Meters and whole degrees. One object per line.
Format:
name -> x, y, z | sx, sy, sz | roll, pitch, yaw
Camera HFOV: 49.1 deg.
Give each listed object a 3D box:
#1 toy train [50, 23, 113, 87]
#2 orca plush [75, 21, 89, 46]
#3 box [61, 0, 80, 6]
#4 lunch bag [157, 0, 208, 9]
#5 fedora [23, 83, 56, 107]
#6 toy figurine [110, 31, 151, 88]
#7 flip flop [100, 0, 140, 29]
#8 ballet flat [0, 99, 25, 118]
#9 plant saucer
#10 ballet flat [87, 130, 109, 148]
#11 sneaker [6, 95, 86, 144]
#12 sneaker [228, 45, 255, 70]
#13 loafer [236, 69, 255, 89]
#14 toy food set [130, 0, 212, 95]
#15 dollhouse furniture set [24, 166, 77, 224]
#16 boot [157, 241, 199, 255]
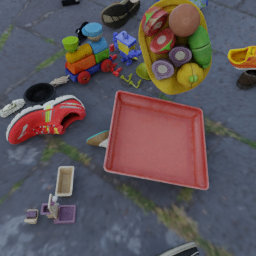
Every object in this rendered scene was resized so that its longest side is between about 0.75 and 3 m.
toy train -> -1.928, -2.415, 9.768 | 2.815, 1.629, 1.192 | -32, 53, -20
orca plush -> -1.959, -4.131, 11.801 | 0.763, 0.515, 1.450 | 23, 57, 16
box -> -2.799, -6.195, 13.459 | 0.842, 0.332, 0.594 | -14, 58, -9
lunch bag -> 2.415, -5.929, 12.706 | 1.625, 1.218, 1.911 | -23, 41, -16
fedora -> -2.947, -1.021, 9.478 | 1.125, 0.514, 1.125 | 2, 49, -2
toy figurine -> -0.076, -2.760, 10.208 | 1.266, 1.438, 2.400 | -36, 60, -24
flip flop -> -0.380, -5.219, 12.398 | 0.723, 1.018, 2.512 | 20, 53, 32
ballet flat -> -3.860, -0.716, 9.383 | 0.348, 0.348, 0.970 | 32, 59, 22
plant saucer -> 0.836, 0.361, 8.175 | 2.841, 0.522, 2.846 | 12, 52, -7
ballet flat -> -0.478, 0.279, 8.594 | 1.567, 0.531, 0.567 | -26, 76, -23
sneaker -> -2.451, -0.162, 8.598 | 2.527, 0.973, 1.073 | -31, 64, -21
sneaker -> 2.745, -1.462, 5.767 | 1.402, 0.541, 0.512 | 1, 77, 43
loafer -> 4.827, -2.004, 10.105 | 1.925, 0.687, 0.703 | -27, 58, -19
toy food set -> 1.153, -2.118, 6.763 | 1.740, 2.957, 0.966 | -18, 24, 7
dollhouse furniture set -> -1.991, 1.534, 7.205 | 1.231, 1.103, 1.554 | -1, 53, -1
boot -> 0.785, 3.744, 5.710 | 2.553, 0.922, 1.928 | -28, 61, -14
